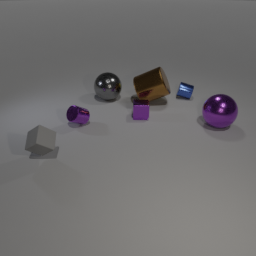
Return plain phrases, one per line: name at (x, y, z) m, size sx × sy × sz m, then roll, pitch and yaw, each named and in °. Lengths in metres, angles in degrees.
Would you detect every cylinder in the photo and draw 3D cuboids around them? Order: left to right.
cylinder at (-2.065, -0.536, 11.595) m, size 0.700 × 0.700 × 0.700 m, roll 23°, pitch 4°, yaw 36°
cylinder at (1.159, -2.044, 13.469) m, size 1.400 × 1.400 × 1.400 m, roll -20°, pitch 23°, yaw 19°
cylinder at (2.921, -1.921, 14.302) m, size 0.700 × 0.700 × 0.700 m, roll 18°, pitch 30°, yaw 3°

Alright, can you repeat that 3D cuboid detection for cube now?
cube at (-2.911, 0.426, 9.361) m, size 0.700 × 0.700 × 0.700 m, roll -25°, pitch 52°, yaw 34°
cube at (0.575, -0.808, 12.394) m, size 0.700 × 0.700 × 0.700 m, roll 1°, pitch 28°, yaw 1°

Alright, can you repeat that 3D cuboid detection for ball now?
ball at (-1.006, -2.077, 14.013) m, size 1.400 × 1.400 × 1.400 m, roll 0°, pitch 28°, yaw 0°
ball at (3.742, -0.688, 11.419) m, size 1.400 × 1.400 × 1.400 m, roll 0°, pitch 28°, yaw 0°
